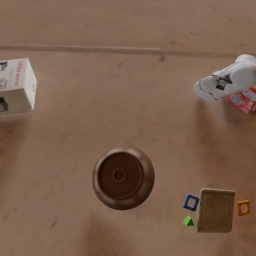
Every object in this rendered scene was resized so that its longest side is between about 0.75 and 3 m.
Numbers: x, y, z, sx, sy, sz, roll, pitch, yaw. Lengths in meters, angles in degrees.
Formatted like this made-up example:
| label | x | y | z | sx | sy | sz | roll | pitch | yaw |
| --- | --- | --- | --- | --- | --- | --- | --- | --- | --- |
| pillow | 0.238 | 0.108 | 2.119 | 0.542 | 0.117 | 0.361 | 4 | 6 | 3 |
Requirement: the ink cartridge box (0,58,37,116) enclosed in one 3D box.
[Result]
| label | x | y | z | sx | sy | sz | roll | pitch | yaw |
| --- | --- | --- | --- | --- | --- | --- | --- | --- | --- |
| ink cartridge box | -3.917 | -1.158 | 8.183 | 2.152 | 0.921 | 1.588 | -9 | 48 | -4 |

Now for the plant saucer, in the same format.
| label | x | y | z | sx | sy | sz | roll | pitch | yaw |
| --- | --- | --- | --- | --- | --- | --- | --- | --- | --- |
| plant saucer | -0.152 | 1.094 | 6.371 | 1.503 | 0.275 | 1.503 | -4 | 72 | 13 |

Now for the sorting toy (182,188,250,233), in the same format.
| label | x | y | z | sx | sy | sz | roll | pitch | yaw |
| --- | --- | --- | --- | --- | --- | --- | --- | --- | --- |
| sorting toy | 1.842 | 1.750 | 5.936 | 1.660 | 0.226 | 0.935 | 8 | 89 | -18 |

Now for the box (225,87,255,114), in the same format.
| label | x | y | z | sx | sy | sz | roll | pitch | yaw |
| --- | --- | --- | --- | --- | --- | --- | --- | --- | --- |
| box | 3.482 | -1.006 | 8.520 | 0.540 | 0.517 | 1.083 | -28 | 55 | -21 |

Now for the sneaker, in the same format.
| label | x | y | z | sx | sy | sz | roll | pitch | yaw |
| --- | --- | --- | --- | --- | --- | --- | --- | --- | --- |
| sneaker | 3.021 | -1.499 | 8.295 | 2.044 | 0.768 | 1.175 | -13 | 23 | 51 |
